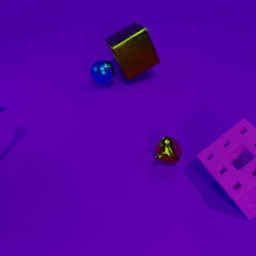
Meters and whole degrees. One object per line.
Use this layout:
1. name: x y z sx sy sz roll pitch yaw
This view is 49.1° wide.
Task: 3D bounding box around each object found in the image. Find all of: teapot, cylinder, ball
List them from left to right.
1. cylinder: -3.386 -0.053 6.227 1.259 1.259 1.259 20 43 4
2. ball: -0.798 -1.739 8.714 0.753 0.753 0.753 0 41 0
3. teapot: 0.900 0.521 6.408 1.061 0.519 0.660 -24 85 -57

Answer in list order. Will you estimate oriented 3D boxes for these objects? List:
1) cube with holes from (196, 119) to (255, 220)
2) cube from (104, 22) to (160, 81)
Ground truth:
1. cube with holes: 2.242 0.789 5.281 1.134 1.134 1.134 -39 43 6
2. cube: 0.118 -2.490 9.025 1.218 1.218 1.218 -30 33 1
